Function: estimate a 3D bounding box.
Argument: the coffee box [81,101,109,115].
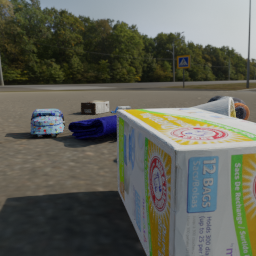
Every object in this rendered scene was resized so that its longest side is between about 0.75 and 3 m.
[{"bbox_3d":[-1.884,-1.197,16.195,0.950,0.671,1.681,4,11,23],"label":"coffee box"}]

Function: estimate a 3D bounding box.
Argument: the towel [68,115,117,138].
[{"bbox_3d":[-0.416,-0.100,9.426,2.627,0.651,1.940,-12,6,-42],"label":"towel"}]

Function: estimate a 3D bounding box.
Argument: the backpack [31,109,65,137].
[{"bbox_3d":[-2.777,-0.162,9.624,1.184,0.872,1.297,-1,11,-11],"label":"backpack"}]

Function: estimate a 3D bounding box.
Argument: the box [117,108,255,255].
[{"bbox_3d":[0.719,0.581,3.474,1.318,1.462,2.600,-3,11,-12],"label":"box"}]

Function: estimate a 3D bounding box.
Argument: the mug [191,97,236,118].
[{"bbox_3d":[1.737,0.270,6.634,1.542,1.878,1.504,-5,39,25],"label":"mug"}]

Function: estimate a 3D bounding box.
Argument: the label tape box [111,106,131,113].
[{"bbox_3d":[-0.425,-1.101,16.574,1.094,0.362,0.784,1,9,-9],"label":"label tape box"}]

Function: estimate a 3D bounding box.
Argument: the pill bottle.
[{"bbox_3d":[4.243,-0.727,11.923,1.206,1.206,2.271,-1,10,-4],"label":"pill bottle"}]
